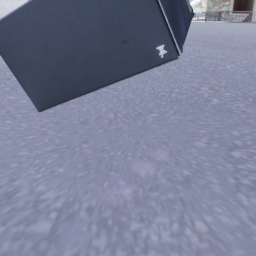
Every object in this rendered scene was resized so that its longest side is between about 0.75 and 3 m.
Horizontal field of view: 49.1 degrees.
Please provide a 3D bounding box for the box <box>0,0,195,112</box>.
[{"bbox_3d":[-0.343,-1.581,4.152,2.239,1.380,2.221,-17,26,25],"label":"box"}]
